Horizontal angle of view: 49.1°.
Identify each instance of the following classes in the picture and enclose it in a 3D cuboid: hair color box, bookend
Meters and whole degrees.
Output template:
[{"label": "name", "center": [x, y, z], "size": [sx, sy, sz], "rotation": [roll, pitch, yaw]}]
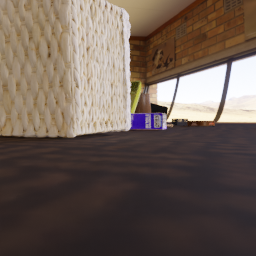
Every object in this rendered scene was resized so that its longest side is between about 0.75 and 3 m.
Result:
[{"label": "hair color box", "center": [0.340, -0.208, 8.980], "size": [1.695, 0.549, 0.927], "rotation": [-2, 0, 15]}, {"label": "bookend", "center": [0.767, -0.895, 16.001], "size": [2.286, 1.060, 2.301], "rotation": [13, -2, -14]}]

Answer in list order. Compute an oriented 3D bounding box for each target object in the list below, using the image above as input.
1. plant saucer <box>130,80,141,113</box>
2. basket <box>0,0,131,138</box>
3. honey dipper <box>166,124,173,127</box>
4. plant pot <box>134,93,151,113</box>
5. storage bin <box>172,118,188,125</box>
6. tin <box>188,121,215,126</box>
[{"label": "plant saucer", "center": [-0.385, -1.010, 13.123], "size": [2.294, 2.297, 0.550], "rotation": [2, -22, 46]}, {"label": "basket", "center": [-1.551, -1.194, 5.720], "size": [2.706, 2.730, 2.196], "rotation": [0, 3, 23]}, {"label": "honey dipper", "center": [1.454, -0.122, 11.930], "size": [1.254, 0.238, 0.238], "rotation": [2, 0, -40]}, {"label": "plant pot", "center": [0.475, -0.893, 13.968], "size": [1.652, 1.636, 1.652], "rotation": [1, 2, 0]}, {"label": "storage bin", "center": [3.167, -0.378, 17.093], "size": [0.903, 0.423, 0.610], "rotation": [-1, 2, -21]}, {"label": "tin", "center": [3.822, -0.252, 14.689], "size": [0.918, 0.343, 1.639], "rotation": [-6, 4, -27]}]
